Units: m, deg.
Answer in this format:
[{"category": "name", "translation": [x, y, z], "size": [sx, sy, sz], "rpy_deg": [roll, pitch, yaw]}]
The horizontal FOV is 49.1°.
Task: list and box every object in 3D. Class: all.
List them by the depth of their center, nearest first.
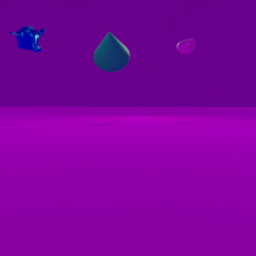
[{"category": "monkey head", "translation": [-3.788, -3.458, 10.900], "size": [1.090, 0.913, 1.515], "rpy_deg": [31, 38, 33]}, {"category": "cone", "translation": [-0.692, -3.260, 11.028], "size": [1.509, 1.509, 1.515], "rpy_deg": [0, -22, 1]}, {"category": "teapot", "translation": [2.557, -3.506, 12.225], "size": [0.808, 0.636, 1.299], "rpy_deg": [-17, 11, 6]}]
